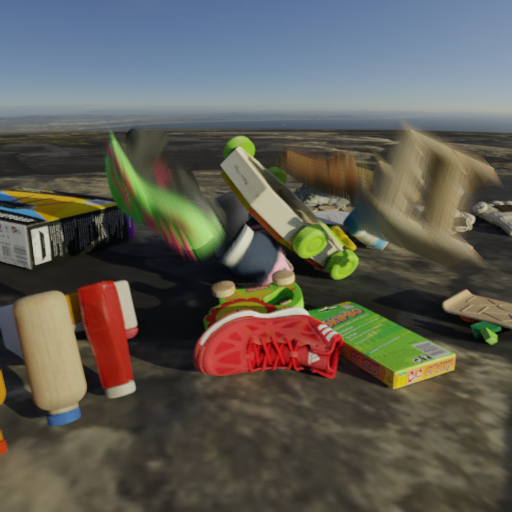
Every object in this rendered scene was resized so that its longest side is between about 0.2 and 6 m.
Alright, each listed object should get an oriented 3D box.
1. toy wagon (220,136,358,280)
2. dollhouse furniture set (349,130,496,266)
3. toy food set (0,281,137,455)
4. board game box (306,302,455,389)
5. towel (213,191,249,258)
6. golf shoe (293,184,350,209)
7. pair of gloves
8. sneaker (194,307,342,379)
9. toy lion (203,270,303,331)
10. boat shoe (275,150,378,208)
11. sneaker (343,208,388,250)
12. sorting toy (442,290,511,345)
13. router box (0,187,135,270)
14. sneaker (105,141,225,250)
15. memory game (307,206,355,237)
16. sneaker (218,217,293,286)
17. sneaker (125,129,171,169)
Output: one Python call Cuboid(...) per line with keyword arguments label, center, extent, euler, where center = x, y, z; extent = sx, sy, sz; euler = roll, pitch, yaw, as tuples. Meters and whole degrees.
Cuboid(label="toy wagon", center=(0.795, -0.721, 10.715), extent=(3.690, 0.730, 2.863), euler=(32, 19, -51))
Cuboid(label="dollhouse furniture set", center=(2.520, -0.684, 9.216), extent=(1.512, 1.521, 2.158), euler=(24, -17, -4))
Cuboid(label="toy food set", center=(-2.201, 1.124, 6.511), extent=(1.481, 1.396, 3.102), euler=(-13, -1, 2))
Cuboid(label="board game box", center=(1.510, 1.109, 7.511), extent=(0.997, 0.313, 2.087), euler=(-9, 21, -27))
Cuboid(label="towel", center=(-0.492, -0.772, 12.111), extent=(0.323, 1.243, 1.876), euler=(3, 17, 16))
Cuboid(label="golf shoe", center=(2.060, -1.653, 16.164), extent=(2.376, 1.155, 0.930), euler=(-7, 50, 45))
Cuboid(label="pair of gloves", center=(5.539, -1.026, 14.303), extent=(2.864, 0.502, 2.435), euler=(1, 17, 8))
Cuboid(label="sneaker", center=(0.281, 1.105, 6.766), extent=(1.923, 0.753, 1.111), euler=(-15, 21, -37))
Cuboid(label="toy lion", center=(-0.020, 0.808, 8.102), extent=(1.500, 0.515, 1.438), euler=(-11, 25, -6))
Cuboid(label="boat shoe", center=(1.613, -1.597, 10.820), extent=(2.453, 0.834, 0.883), euler=(21, 23, -12))
Cuboid(label="sneaker", center=(2.499, -0.686, 12.701), extent=(0.775, 0.734, 1.918), euler=(35, 21, -11))
Cuboid(label="sorting toy", center=(3.369, 0.911, 8.259), extent=(1.167, 0.232, 1.579), euler=(19, 21, 36))
Cuboid(label="router box", center=(-5.086, -0.765, 12.555), extent=(3.790, 0.968, 2.827), euler=(10, 19, 30))
Cuboid(label="sneaker", center=(-1.606, -1.072, 9.548), extent=(2.613, 1.003, 1.095), euler=(40, 44, 18))
Cuboid(label="memory game", center=(2.025, -0.913, 14.442), extent=(3.130, 0.199, 3.130), euler=(0, 16, 0))
Cuboid(label="sneaker", center=(0.068, 0.029, 10.447), extent=(1.227, 1.050, 2.992), euler=(34, 10, -2))
Cuboid(label="sneaker", center=(-2.536, -1.994, 13.132), extent=(1.019, 2.246, 0.853), euler=(-13, 58, -28))
